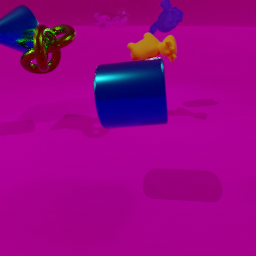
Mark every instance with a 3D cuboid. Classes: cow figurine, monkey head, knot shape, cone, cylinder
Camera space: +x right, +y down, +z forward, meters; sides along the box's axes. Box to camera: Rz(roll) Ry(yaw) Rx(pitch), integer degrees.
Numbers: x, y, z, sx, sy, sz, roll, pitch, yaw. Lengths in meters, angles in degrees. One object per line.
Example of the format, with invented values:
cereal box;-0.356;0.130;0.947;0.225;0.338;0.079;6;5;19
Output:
cow figurine;0.806;-2.461;8.886;1.430;0.785;1.407;-29;45;-3
monkey head;1.336;-3.906;9.746;1.484;1.067;0.894;-42;25;-12
knot shape;-2.175;-2.298;7.846;1.703;0.841;1.820;-55;11;-20
cone;-3.441;-2.623;7.727;1.411;1.411;1.416;16;29;34
cylinder;0.096;-0.595;4.945;1.151;1.151;1.151;-4;21;8
cow figurine;-0.653;-4.309;11.093;1.243;0.693;1.263;-17;38;-11
